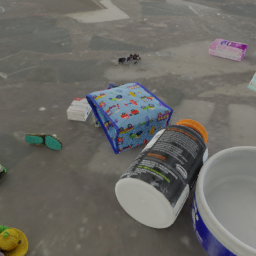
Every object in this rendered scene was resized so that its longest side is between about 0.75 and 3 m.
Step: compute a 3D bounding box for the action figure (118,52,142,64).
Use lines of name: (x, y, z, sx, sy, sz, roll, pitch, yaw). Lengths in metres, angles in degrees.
action figure: (0.120, -2.928, 11.859, 1.039, 0.361, 0.676, -17, 36, -25)

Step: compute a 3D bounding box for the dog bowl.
dog bowl: (2.714, 1.666, 5.700, 2.723, 1.073, 2.723, 0, 40, 0)

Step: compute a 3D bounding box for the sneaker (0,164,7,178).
sneaker: (-3.671, 0.850, 7.025, 1.535, 0.654, 0.599, 25, 45, 26)

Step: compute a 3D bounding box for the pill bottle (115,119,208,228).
pill bottle: (0.964, 0.839, 6.442, 1.399, 1.399, 2.634, 22, 44, 24)

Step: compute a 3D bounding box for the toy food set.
toy food set: (-2.867, 2.326, 5.288, 1.779, 0.581, 1.047, -11, 41, -13)

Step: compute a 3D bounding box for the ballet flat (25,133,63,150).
ballet flat: (-2.305, 0.315, 7.925, 1.198, 0.406, 0.451, 9, 21, 14)

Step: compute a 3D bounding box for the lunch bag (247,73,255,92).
lunch bag: (3.012, -1.003, 5.906, 0.508, 0.709, 0.832, 22, 19, -6)

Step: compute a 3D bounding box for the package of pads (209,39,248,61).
package of pads: (4.392, -3.456, 12.312, 1.465, 0.554, 0.883, 22, 47, 24)

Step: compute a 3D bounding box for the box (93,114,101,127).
box: (-0.610, -0.319, 8.712, 0.930, 0.299, 0.326, -13, 42, -17)

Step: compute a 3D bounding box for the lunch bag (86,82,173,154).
lunch bag: (-0.084, -0.622, 8.249, 1.729, 1.080, 2.296, -19, 51, -21)

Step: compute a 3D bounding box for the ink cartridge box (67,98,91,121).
ink cartridge box: (-1.546, -0.603, 9.030, 0.588, 0.332, 0.802, 8, 40, 10)
